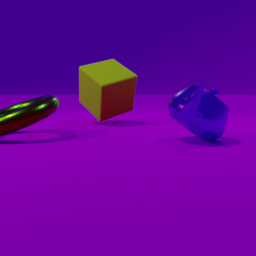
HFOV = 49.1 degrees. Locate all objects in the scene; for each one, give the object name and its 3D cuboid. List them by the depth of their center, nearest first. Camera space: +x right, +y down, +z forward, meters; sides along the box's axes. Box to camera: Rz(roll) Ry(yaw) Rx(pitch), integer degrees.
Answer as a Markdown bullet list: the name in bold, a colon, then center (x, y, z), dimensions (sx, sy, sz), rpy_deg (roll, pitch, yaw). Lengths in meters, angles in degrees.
- **teapot**: center (1.316, -0.349, 5.056), dimensions (1.123, 0.884, 1.806), rpy_deg (36, 3, 25)
- **ring**: center (-2.238, -0.241, 5.628), dimensions (1.765, 0.353, 1.765), rpy_deg (-17, 16, 5)
- **cube**: center (-0.594, -1.096, 7.939), dimensions (1.172, 1.172, 1.172), rpy_deg (-22, 47, -32)
